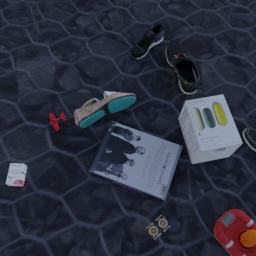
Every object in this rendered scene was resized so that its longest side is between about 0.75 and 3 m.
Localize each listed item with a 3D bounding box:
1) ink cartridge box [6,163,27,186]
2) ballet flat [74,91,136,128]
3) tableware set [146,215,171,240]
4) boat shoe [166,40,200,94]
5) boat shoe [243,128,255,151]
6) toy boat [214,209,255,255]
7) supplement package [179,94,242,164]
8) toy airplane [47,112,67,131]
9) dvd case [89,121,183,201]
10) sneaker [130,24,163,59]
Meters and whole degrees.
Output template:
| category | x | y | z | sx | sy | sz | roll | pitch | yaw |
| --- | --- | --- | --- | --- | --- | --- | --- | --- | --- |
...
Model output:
| category | x | y | z | sx | sy | sz | roll | pitch | yaw |
| --- | --- | --- | --- | --- | --- | --- | --- | --- | --- |
| ink cartridge box | -4.018 | 1.689 | 10.114 | 0.547 | 0.319 | 0.756 | 2 | 66 | 1 |
| ballet flat | -0.958 | -0.940 | 11.033 | 2.598 | 0.884 | 0.874 | -25 | 61 | -12 |
| tableware set | 1.025 | 3.347 | 9.460 | 0.754 | 0.151 | 0.499 | -35 | 70 | -14 |
| boat shoe | 2.323 | -2.748 | 11.856 | 0.987 | 0.845 | 2.697 | -13 | 65 | -4 |
| boat shoe | 5.293 | 0.749 | 10.335 | 0.840 | 0.686 | 2.272 | -36 | 70 | -15 |
| toy boat | 3.776 | 3.502 | 8.747 | 1.313 | 1.315 | 2.011 | -39 | 71 | -16 |
| supplement package | 2.898 | 0.068 | 10.212 | 1.477 | 1.466 | 1.947 | -10 | 66 | -5 |
| toy airplane | -2.809 | -0.317 | 11.112 | 0.837 | 0.154 | 0.837 | 0 | 67 | 0 |
| dvd case | 0.319 | 1.159 | 10.334 | 2.887 | 0.357 | 2.170 | 20 | 67 | 8 |
| sneaker | 0.799 | -3.885 | 12.332 | 0.739 | 0.855 | 1.952 | 40 | 72 | 16 |
